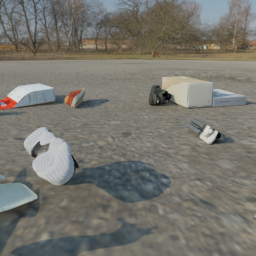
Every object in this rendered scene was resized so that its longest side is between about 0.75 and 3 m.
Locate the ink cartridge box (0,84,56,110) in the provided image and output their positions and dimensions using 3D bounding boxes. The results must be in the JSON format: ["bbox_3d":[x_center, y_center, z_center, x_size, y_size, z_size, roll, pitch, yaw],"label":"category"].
[{"bbox_3d":[-4.904,-1.450,12.463,2.741,0.648,2.194,-12,20,-31],"label":"ink cartridge box"}]

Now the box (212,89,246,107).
[{"bbox_3d":[4.035,-1.403,12.777,1.614,0.426,2.071,-4,16,-15],"label":"box"}]

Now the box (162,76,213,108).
[{"bbox_3d":[2.581,-1.670,12.576,1.247,1.021,2.626,-5,17,-17],"label":"box"}]

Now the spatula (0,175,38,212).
[{"bbox_3d":[-2.782,0.871,3.949,1.857,0.215,2.671,29,11,20],"label":"spatula"}]

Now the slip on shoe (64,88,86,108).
[{"bbox_3d":[-2.258,-1.380,12.153,0.569,0.689,1.860,24,23,-1],"label":"slip on shoe"}]

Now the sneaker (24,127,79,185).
[{"bbox_3d":[-1.170,0.631,4.844,0.643,0.969,1.703,-42,35,-12],"label":"sneaker"}]

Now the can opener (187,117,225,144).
[{"bbox_3d":[2.160,0.102,8.004,0.515,0.408,1.549,32,8,-21],"label":"can opener"}]

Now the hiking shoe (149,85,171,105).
[{"bbox_3d":[1.453,-1.415,12.580,0.943,0.709,1.873,10,27,6],"label":"hiking shoe"}]
